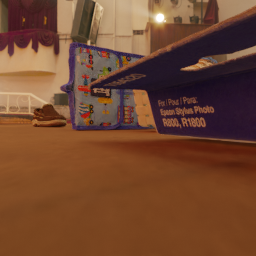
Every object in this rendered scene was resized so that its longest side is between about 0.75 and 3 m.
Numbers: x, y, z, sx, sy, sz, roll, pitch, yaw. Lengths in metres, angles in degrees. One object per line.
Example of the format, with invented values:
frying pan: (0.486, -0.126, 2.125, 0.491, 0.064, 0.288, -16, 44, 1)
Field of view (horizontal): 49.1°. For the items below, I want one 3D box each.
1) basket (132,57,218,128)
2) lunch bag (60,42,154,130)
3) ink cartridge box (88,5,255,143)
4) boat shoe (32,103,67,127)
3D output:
basket: (0.947, -0.615, 4.853, 1.528, 1.205, 1.733, 3, 25, 37)
lunch bag: (-0.481, -0.791, 5.926, 1.027, 1.643, 2.183, 1, 2, 44)
ink cartridge box: (1.266, -0.134, 1.690, 2.455, 0.532, 2.410, -3, 2, -24)
boat shoe: (-2.756, -0.437, 9.510, 0.796, 0.797, 2.155, -1, 1, -40)
